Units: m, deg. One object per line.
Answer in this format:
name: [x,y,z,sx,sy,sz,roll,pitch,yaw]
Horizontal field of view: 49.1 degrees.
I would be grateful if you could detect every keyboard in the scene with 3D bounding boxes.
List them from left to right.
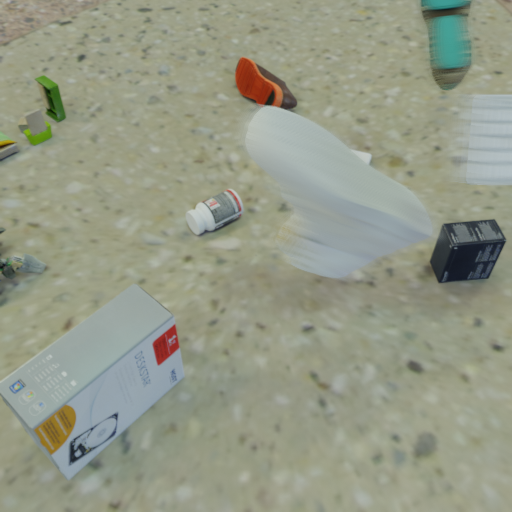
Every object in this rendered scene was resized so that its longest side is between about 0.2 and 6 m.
keyboard: [3.558,-1.131,5.490,3.015,0.849,0.161,-1,8,-3]

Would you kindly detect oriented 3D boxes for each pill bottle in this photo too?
pill bottle: [-0.784,-0.817,10.528,0.988,0.572,0.572,-29,55,-24]

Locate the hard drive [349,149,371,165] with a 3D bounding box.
hard drive: [1.875,-1.784,11.654,0.796,0.159,1.208,15,50,13]

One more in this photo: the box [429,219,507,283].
box: [3.588,-0.075,9.573,0.924,1.015,0.528,-5,49,-5]

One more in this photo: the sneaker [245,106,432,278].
sneaker: [0.663,-0.533,6.987,2.961,1.711,1.091,27,46,-34]

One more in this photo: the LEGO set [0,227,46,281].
LEGO set: [-5.746,-0.052,9.486,3.953,1.120,2.567,-13,50,-12]

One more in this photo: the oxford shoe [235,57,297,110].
oxford shoe: [0.185,-4.068,13.434,0.795,0.780,2.191,-2,43,-36]

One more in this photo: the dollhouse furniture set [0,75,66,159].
dollhouse furniture set: [-5.340,-2.956,12.183,2.384,0.920,1.191,-37,58,-28]

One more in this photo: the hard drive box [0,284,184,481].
hard drive box: [-2.095,1.685,7.578,0.832,1.688,2.165,34,58,26]

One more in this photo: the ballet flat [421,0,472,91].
ballet flat: [2.888,-3.572,8.563,0.758,0.842,2.236,1,78,9]
